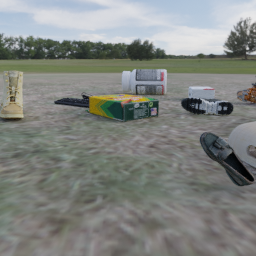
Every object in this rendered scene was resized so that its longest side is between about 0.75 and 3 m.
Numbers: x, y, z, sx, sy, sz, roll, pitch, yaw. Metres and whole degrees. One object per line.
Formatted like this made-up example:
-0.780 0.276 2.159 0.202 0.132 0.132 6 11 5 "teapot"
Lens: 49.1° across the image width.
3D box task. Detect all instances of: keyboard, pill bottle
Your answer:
-1.934 -1.230 11.886 2.394 0.474 1.246 10 16 32 "keyboard"
0.916 -2.583 15.635 2.410 1.373 1.373 2 13 5 "pill bottle"

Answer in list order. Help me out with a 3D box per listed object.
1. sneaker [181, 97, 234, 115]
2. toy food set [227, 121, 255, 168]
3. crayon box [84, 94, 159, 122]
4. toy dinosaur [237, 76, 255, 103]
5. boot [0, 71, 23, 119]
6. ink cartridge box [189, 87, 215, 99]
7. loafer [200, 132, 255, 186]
2.713 -0.761 9.724 1.724 0.573 0.780 6 11 12 "sneaker"
3.398 0.334 4.818 2.675 0.808 1.919 -10 14 -8 "toy food set"
-0.297 -0.767 9.580 1.505 0.602 2.371 -11 16 -38 "crayon box"
6.016 -1.426 12.040 2.499 1.276 1.696 20 30 4 "toy dinosaur"
-3.691 -1.098 8.988 0.686 1.465 1.885 3 13 -22 "boot"
3.439 -1.610 13.184 1.014 0.588 1.405 1 13 5 "ink cartridge box"
1.382 0.403 3.832 0.335 0.933 0.293 -42 1 -16 "loafer"
